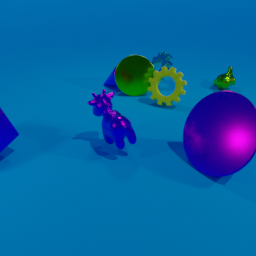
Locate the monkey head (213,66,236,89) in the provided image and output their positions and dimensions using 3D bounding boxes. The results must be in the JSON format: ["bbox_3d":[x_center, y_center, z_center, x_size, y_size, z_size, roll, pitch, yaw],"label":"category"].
[{"bbox_3d":[3.350,-1.738,9.716,0.637,0.760,1.057,-5,4,-4],"label":"monkey head"}]

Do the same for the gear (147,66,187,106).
[{"bbox_3d":[1.151,-1.237,8.319,1.134,1.134,0.210,13,9,23],"label":"gear"}]

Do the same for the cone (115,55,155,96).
[{"bbox_3d":[0.234,-1.876,9.656,1.323,1.323,1.328,0,18,0],"label":"cone"}]

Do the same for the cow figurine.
[{"bbox_3d":[-0.349,-0.221,6.025,0.661,1.185,1.204,-24,19,-20],"label":"cow figurine"}]

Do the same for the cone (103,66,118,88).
[{"bbox_3d":[-0.563,-1.678,10.025,0.870,0.867,0.867,-15,17,33],"label":"cone"}]

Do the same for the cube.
[{"bbox_3d":[-3.115,0.026,5.617,1.052,1.052,1.052,10,47,33],"label":"cube"}]

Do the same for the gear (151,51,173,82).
[{"bbox_3d":[1.070,-2.117,10.032,0.234,1.264,1.264,27,15,-28],"label":"gear"}]

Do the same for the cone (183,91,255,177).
[{"bbox_3d":[2.340,0.239,5.906,1.677,1.670,1.670,13,15,-39],"label":"cone"}]
